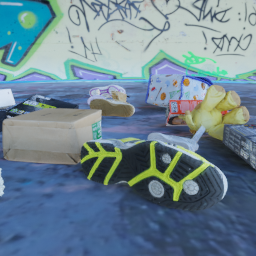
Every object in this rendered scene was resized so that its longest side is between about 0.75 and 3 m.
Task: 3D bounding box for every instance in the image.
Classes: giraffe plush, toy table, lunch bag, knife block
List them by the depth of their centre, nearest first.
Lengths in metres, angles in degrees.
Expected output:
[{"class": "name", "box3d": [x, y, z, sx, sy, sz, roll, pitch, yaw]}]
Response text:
[{"class": "giraffe plush", "box3d": [2.417, -0.293, 8.569, 1.907, 1.645, 1.546, -36, 4, -2]}, {"class": "lunch bag", "box3d": [2.794, -1.768, 14.030, 2.927, 1.813, 2.489, 7, 6, -37]}, {"class": "toy table", "box3d": [-1.553, -1.509, 14.904, 1.072, 0.985, 0.628, 5, 30, 18]}, {"class": "knife block", "box3d": [-0.355, -1.738, 15.283, 0.425, 1.329, 1.166, 6, 43, 28]}]

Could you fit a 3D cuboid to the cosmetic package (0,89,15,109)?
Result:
[{"class": "cosmetic package", "box3d": [-5.927, -0.705, 10.058, 2.142, 0.734, 2.841, -17, 4, 28]}]

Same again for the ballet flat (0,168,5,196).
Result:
[{"class": "ballet flat", "box3d": [-2.793, 0.640, 5.139, 0.841, 0.841, 2.344, -10, 15, -39]}]

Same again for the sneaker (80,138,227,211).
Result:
[{"class": "sneaker", "box3d": [0.397, 0.572, 4.837, 2.729, 1.029, 1.043, 12, 17, 38]}]

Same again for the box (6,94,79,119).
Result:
[{"class": "box", "box3d": [-2.919, -0.548, 9.786, 1.832, 0.435, 1.769, 15, 31, 12]}]

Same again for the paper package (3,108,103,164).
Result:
[{"class": "paper package", "box3d": [-1.716, 0.132, 6.914, 1.825, 0.991, 1.915, 3, 12, 12]}]

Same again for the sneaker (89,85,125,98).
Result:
[{"class": "sneaker", "box3d": [-1.397, -2.593, 19.633, 2.479, 0.928, 1.235, 1, 12, 6]}]

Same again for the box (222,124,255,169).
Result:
[{"class": "box", "box3d": [3.519, 0.392, 6.670, 1.813, 0.572, 2.299, 0, 12, 0]}]

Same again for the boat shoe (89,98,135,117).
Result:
[{"class": "boat shoe", "box3d": [-0.672, -0.883, 12.377, 2.048, 0.755, 0.709, 12, 12, 13]}]

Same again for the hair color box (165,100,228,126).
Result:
[{"class": "hair color box", "box3d": [2.364, -0.523, 9.872, 1.964, 0.602, 0.997, 0, -24, -1]}]

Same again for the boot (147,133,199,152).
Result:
[{"class": "boot", "box3d": [1.151, 0.405, 7.152, 1.255, 0.461, 0.600, 19, 14, 34]}]

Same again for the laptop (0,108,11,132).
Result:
[{"class": "laptop", "box3d": [-4.025, -0.155, 10.374, 1.765, 1.093, 1.885, -4, -15, -21]}]
